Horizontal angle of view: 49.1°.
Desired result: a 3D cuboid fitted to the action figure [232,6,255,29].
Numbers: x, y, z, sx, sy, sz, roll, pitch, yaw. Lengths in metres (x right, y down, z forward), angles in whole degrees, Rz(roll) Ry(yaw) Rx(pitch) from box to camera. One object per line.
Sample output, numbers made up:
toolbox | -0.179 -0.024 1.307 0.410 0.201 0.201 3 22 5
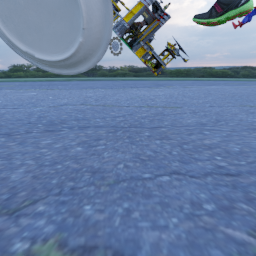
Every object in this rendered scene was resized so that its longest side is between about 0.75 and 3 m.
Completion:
action figure | 3.967 -3.639 8.640 0.530 0.419 1.620 -16 -3 -30

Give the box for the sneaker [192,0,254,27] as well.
sneaker | 2.266 -2.866 6.786 1.440 0.603 0.553 -8 -2 32

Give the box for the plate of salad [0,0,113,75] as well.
plate of salad | -1.405 -2.083 4.551 2.675 2.675 0.643 6 43 25

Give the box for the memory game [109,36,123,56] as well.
memory game | -0.483 -3.249 11.166 0.788 0.788 0.050 11 23 41

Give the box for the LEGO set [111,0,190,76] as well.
LEGO set | 0.474 -2.420 6.649 2.264 1.311 1.741 39 15 -36
